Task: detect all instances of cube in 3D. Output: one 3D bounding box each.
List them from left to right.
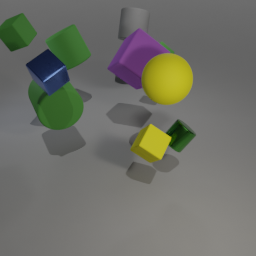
[{"bbox_3d":[-3.238,-2.778,8.158,0.700,0.700,0.700,-9,45,25],"label":"cube"},{"bbox_3d":[-1.992,-1.384,7.033,0.700,0.700,0.700,-42,76,-17],"label":"cube"},{"bbox_3d":[0.353,-2.367,9.898,1.400,1.400,1.400,33,-9,-18],"label":"cube"},{"bbox_3d":[0.602,0.429,7.519,0.700,0.700,0.700,33,67,-9],"label":"cube"},{"bbox_3d":[1.329,-2.944,11.463,0.700,0.700,0.700,-60,16,-21],"label":"cube"}]

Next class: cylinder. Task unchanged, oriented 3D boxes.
[{"bbox_3d":[-2.279,-0.875,8.789,1.400,1.400,1.400,-15,39,-23],"label":"cylinder"},{"bbox_3d":[-2.478,-3.356,11.707,1.400,1.400,1.400,-23,27,13],"label":"cylinder"},{"bbox_3d":[0.284,-4.951,13.583,1.400,1.400,1.400,8,12,-2],"label":"cylinder"},{"bbox_3d":[1.466,0.223,8.038,0.700,0.700,0.700,37,16,-12],"label":"cylinder"}]

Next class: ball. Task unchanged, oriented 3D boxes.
[{"bbox_3d":[1.070,-1.335,7.710,1.400,1.400,1.400,0,30,0],"label":"ball"}]
